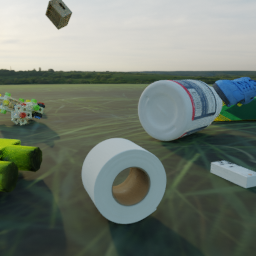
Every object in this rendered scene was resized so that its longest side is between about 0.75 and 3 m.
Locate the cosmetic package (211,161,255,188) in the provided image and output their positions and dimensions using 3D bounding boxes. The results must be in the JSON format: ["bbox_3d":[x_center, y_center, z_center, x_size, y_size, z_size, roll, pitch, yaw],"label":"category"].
[{"bbox_3d":[1.710,0.723,4.494,0.317,0.195,0.769,-6,13,-25],"label":"cosmetic package"}]

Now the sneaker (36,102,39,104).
[{"bbox_3d":[-4.124,-0.944,12.535,0.581,0.420,1.189,-4,9,-20],"label":"sneaker"}]

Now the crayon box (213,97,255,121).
[{"bbox_3d":[3.631,-0.897,11.186,2.422,0.818,2.807,-1,11,-5],"label":"crayon box"}]

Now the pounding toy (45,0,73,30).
[{"bbox_3d":[-2.575,-4.489,10.261,0.572,1.098,1.250,-42,3,-33],"label":"pounding toy"}]

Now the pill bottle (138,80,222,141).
[{"bbox_3d":[1.588,-0.574,7.764,1.511,1.511,2.527,9,13,38],"label":"pill bottle"}]

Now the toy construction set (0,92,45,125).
[{"bbox_3d":[-3.814,-0.717,9.916,1.376,0.966,2.098,22,1,-43],"label":"toy construction set"}]

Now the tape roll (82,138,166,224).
[{"bbox_3d":[-0.066,0.599,3.340,0.877,0.877,0.602,-4,12,-22],"label":"tape roll"}]

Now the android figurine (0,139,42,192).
[{"bbox_3d":[-2.889,0.554,4.417,2.726,0.560,2.481,2,11,5],"label":"android figurine"}]

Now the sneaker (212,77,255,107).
[{"bbox_3d":[1.354,-0.487,3.402,0.410,0.344,1.045,-36,-18,32],"label":"sneaker"}]
